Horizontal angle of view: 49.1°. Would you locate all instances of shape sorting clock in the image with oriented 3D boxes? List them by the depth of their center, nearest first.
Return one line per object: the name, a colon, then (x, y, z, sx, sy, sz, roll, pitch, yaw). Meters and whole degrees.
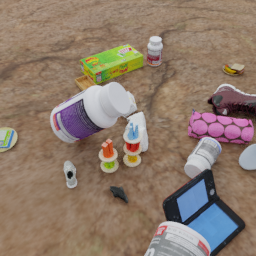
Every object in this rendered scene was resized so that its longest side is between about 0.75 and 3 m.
shape sorting clock: (-4.888, 0.459, 10.902, 1.153, 0.226, 1.153, -3, 53, 4)

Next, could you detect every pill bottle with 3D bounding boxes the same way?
pill bottle: (0.891, 3.724, 6.675, 1.459, 1.459, 2.563, 21, 50, 20)
pill bottle: (2.616, 1.071, 9.844, 0.841, 0.841, 1.479, 26, 50, 24)
pill bottle: (-1.336, -0.569, 10.030, 2.784, 1.551, 1.551, -22, 33, 34)
pill bottle: (1.405, -4.000, 14.611, 0.784, 1.389, 0.784, 0, 45, 0)

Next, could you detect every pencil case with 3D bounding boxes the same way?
pencil case: (3.572, -0.064, 10.904, 2.354, 1.068, 1.103, 11, 40, 8)

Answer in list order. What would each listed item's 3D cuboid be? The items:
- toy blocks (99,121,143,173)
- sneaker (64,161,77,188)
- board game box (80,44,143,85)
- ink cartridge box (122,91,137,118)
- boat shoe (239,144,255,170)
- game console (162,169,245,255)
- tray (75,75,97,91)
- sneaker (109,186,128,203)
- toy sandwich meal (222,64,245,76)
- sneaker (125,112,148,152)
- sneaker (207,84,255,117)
toy blocks: (-0.258, 0.629, 9.580, 1.540, 1.848, 0.671, -13, 46, -13)
sneaker: (-1.991, 1.493, 9.656, 0.420, 0.511, 1.110, -13, 46, -14)
board game box: (-0.816, -3.333, 14.429, 2.923, 0.696, 1.485, -26, 50, -24)
ink cartridge box: (-0.063, -0.997, 12.005, 0.706, 0.406, 0.973, -36, 38, 20)
boat shoe: (5.067, 0.777, 10.157, 2.378, 0.812, 0.878, -38, 64, -2)
game console: (2.261, 2.499, 8.192, 2.051, 1.767, 1.217, -28, 25, -26)
tray: (-1.948, -2.019, 13.405, 0.679, 0.255, 1.377, -25, 51, -21)
sneaker: (-0.305, 2.186, 9.161, 0.416, 0.240, 0.798, -15, 42, -15)
toy sandwich meal: (5.414, -3.069, 14.391, 1.087, 0.372, 1.087, 0, 45, 0)
sneaker: (0.283, 0.213, 10.943, 0.876, 0.745, 1.979, -12, 40, 9)
sneaker: (4.592, -0.750, 11.699, 1.654, 1.084, 2.864, -35, 44, -24)
